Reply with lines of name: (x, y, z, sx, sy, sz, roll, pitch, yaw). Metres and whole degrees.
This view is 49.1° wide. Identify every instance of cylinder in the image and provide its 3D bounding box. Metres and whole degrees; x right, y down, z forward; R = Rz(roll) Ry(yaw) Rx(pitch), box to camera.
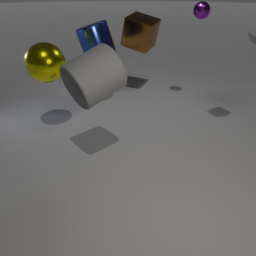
cylinder: (-0.976, -1.453, 7.949, 1.400, 1.400, 1.400, -35, 40, -19)
cylinder: (-1.382, -3.774, 12.165, 1.400, 1.400, 1.400, -16, 25, 8)

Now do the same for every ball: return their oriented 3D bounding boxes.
ball: (3.100, -4.944, 11.766, 0.700, 0.700, 0.700, 0, 28, 0)
ball: (-2.913, -2.299, 9.866, 1.400, 1.400, 1.400, 0, 28, 0)

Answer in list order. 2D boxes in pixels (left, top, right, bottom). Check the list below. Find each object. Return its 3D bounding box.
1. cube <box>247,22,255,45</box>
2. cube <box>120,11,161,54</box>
cube: (4.559, -3.162, 9.354, 0.700, 0.700, 0.700, 24, 21, -52)
cube: (0.620, -4.722, 13.805, 1.400, 1.400, 1.400, 23, 40, 13)
